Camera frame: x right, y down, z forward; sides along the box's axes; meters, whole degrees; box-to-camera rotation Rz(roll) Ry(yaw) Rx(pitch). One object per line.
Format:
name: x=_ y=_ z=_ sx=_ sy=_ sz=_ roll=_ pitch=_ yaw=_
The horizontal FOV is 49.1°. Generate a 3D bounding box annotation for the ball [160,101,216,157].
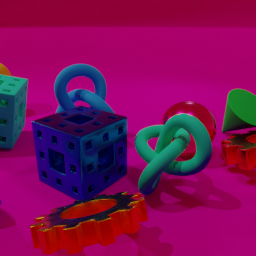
ball: x=1.242 y=0.020 z=5.868 sx=1.167 sy=1.167 sz=1.167 roll=0 pitch=22 yaw=0

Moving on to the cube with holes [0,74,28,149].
cube with holes: x=-3.110 y=-0.451 z=6.382 sx=1.269 sy=1.269 sz=1.269 roll=8 pitch=23 yaw=-11

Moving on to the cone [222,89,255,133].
cone: x=2.602 y=-0.189 z=6.831 sx=1.084 sy=1.088 sz=1.084 roll=11 pitch=53 yaw=-15

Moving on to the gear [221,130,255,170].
gear: x=2.836 y=0.344 z=5.354 sx=1.975 sy=0.365 sz=1.975 roll=-10 pitch=7 yaw=1

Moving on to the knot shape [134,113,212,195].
knot shape: x=0.715 y=0.345 z=4.550 sx=1.391 sy=0.687 sz=1.487 roll=-29 pitch=33 yaw=42

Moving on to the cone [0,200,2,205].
cone: x=-2.446 y=1.209 z=3.869 sx=0.922 sy=0.922 sz=0.925 roll=10 pitch=50 yaw=23

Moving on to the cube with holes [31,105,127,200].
cube with holes: x=-0.814 y=0.379 z=4.984 sx=1.154 sy=1.154 sz=1.154 roll=16 pitch=26 yaw=34

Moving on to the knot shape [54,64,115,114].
knot shape: x=-0.954 y=-0.434 z=6.667 sx=1.745 sy=1.865 sz=0.862 roll=30 pitch=24 yaw=11

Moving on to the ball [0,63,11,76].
ball: x=-4.078 y=-1.402 z=8.324 sx=1.196 sy=1.196 sz=1.196 roll=0 pitch=22 yaw=0

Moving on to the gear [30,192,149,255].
gear: x=-0.465 y=1.129 z=3.506 sx=1.405 sy=0.260 sz=1.405 roll=-12 pitch=-1 yaw=0
